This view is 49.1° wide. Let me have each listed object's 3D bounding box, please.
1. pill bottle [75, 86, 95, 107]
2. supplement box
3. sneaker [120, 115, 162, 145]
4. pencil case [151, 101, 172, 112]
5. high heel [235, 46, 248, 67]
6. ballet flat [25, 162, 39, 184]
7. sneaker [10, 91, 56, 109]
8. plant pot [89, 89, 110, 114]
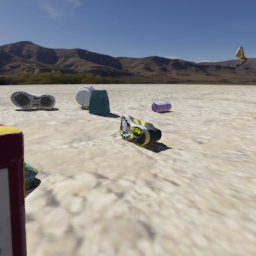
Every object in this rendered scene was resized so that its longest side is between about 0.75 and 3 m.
[{"bbox_3d":[-2.217,-1.698,14.849,1.053,1.053,1.898,0,11,-2],"label":"pill bottle"},{"bbox_3d":[-1.671,0.605,1.938,2.155,1.410,1.112,11,14,43],"label":"supplement box"},{"bbox_3d":[0.285,0.076,7.184,0.671,0.591,1.587,1,18,-26],"label":"sneaker"},{"bbox_3d":[1.533,-0.980,12.753,1.040,0.444,0.436,-10,14,-40],"label":"pencil case"},{"bbox_3d":[4.294,-2.752,10.451,0.593,0.832,0.297,-32,47,-22],"label":"high heel"},{"bbox_3d":[-2.230,0.593,3.843,0.776,0.776,2.090,10,15,43],"label":"ballet flat"},{"bbox_3d":[-4.677,-1.339,14.026,2.233,0.870,1.110,8,4,-5],"label":"sneaker"},{"bbox_3d":[-1.242,-1.157,12.147,0.720,1.018,0.719,4,11,22],"label":"plant pot"}]
